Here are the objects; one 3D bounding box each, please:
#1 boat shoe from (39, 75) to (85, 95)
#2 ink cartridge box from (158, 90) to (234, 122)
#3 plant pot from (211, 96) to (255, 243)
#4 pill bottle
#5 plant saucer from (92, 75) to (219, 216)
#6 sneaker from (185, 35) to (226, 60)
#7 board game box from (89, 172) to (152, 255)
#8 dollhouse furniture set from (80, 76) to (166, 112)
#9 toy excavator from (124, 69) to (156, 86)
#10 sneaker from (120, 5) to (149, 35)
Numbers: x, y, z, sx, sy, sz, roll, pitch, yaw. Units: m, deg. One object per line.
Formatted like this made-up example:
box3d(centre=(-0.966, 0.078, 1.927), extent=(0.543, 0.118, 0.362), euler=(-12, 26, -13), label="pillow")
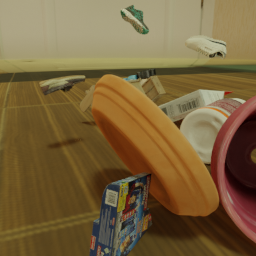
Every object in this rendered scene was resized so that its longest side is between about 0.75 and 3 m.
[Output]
box3d(centre=(-1.469, -0.988, 6.413), extent=(1.096, 0.355, 0.394), euler=(-19, 16, -36), label="boat shoe")
box3d(centre=(2.092, -0.621, 8.855), extent=(1.939, 0.681, 2.386), euler=(-21, -14, 42), label="ink cartridge box")
box3d(centre=(2.263, 0.481, 4.187), extent=(2.146, 2.146, 1.921), euler=(2, 2, 8), label="plant pot")
box3d(centre=(2.311, -0.043, 6.894), extent=(1.258, 1.258, 2.204), euler=(13, 21, 35), label="pill bottle")
box3d(centre=(0.234, 0.366, 4.189), extent=(0.470, 2.510, 2.510), euler=(-39, 29, -13), label="plant saucer")
box3d(centre=(2.675, -2.737, 9.601), extent=(1.460, 0.588, 0.558), euler=(8, -17, -3), label="sneaker")
box3d(centre=(-0.012, 1.148, 3.750), extent=(0.341, 1.104, 1.103), euler=(10, 6, 28), label="board game box")
box3d(centre=(-0.050, -0.728, 9.600), extent=(2.882, 1.494, 1.276), euler=(-15, -17, -39), label="dollhouse furniture set")
box3d(centre=(-0.132, -1.800, 13.011), extent=(2.675, 1.336, 2.601), euler=(-7, 12, 22), label="toy excavator")
box3d(centre=(0.415, -4.612, 11.750), extent=(0.744, 1.632, 0.633), euler=(-38, -17, -9), label="sneaker")
